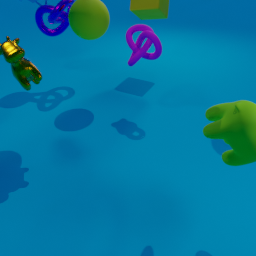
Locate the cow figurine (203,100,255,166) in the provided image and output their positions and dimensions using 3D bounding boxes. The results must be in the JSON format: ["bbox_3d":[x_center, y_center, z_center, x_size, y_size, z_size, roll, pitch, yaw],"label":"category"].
[{"bbox_3d":[1.744,0.088,3.519,1.247,1.267,0.696,-16,41,38],"label":"cow figurine"}]

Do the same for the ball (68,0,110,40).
[{"bbox_3d":[-0.983,-2.772,7.109,1.034,1.034,1.034,0,35,0],"label":"ball"}]

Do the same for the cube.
[{"bbox_3d":[0.702,-4.013,8.733,0.950,0.950,0.950,7,5,24],"label":"cube"}]

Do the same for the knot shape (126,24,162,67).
[{"bbox_3d":[0.328,-2.095,6.877,1.086,1.016,0.502,-23,-20,39],"label":"knot shape"}]

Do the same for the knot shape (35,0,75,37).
[{"bbox_3d":[-2.052,-3.178,8.179,1.339,0.661,1.431,-9,-9,11],"label":"knot shape"}]

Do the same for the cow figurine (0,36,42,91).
[{"bbox_3d":[-2.011,-1.176,5.174,0.515,0.923,0.938,-39,14,-15],"label":"cow figurine"}]

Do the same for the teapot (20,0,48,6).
[{"bbox_3d":[-2.929,-3.969,7.887,1.527,0.748,0.949,29,11,-38],"label":"teapot"}]
